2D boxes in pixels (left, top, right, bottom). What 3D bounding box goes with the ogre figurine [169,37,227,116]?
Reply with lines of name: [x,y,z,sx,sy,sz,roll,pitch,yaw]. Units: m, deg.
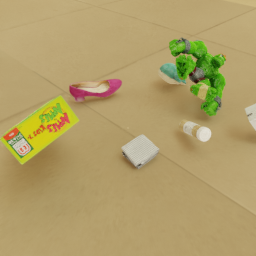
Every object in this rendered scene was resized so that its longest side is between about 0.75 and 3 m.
ogre figurine: [2.283,-1.778,8.704,2.496,1.225,1.497,43,52,3]

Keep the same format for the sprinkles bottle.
sprinkles bottle: [1.822,0.050,7.745,0.373,0.373,1.094,-15,19,-17]

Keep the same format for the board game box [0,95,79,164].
board game box: [-2.040,-0.016,6.314,1.331,0.624,2.620,-40,15,-15]

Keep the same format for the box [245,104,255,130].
box: [3.897,-0.286,7.712,0.913,0.918,0.600,-30,32,28]

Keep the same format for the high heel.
high heel: [-1.073,-1.439,9.410,1.793,0.860,0.604,-15,63,-4]

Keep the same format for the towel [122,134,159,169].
towel: [0.318,0.641,7.493,0.832,0.356,0.689,-33,64,-26]

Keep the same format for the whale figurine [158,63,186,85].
whale figurine: [1.691,-1.967,10.242,1.226,0.636,0.976,13,30,-37]
